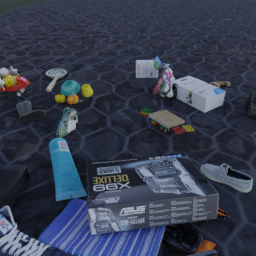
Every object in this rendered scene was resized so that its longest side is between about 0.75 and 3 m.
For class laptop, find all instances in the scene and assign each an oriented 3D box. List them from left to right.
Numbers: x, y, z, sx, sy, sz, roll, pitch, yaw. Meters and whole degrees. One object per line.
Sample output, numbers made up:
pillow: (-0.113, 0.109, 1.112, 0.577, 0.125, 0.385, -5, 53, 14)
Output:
laptop: (1.995, -3.843, 16.367, 0.803, 0.466, 0.752, 10, 35, 15)

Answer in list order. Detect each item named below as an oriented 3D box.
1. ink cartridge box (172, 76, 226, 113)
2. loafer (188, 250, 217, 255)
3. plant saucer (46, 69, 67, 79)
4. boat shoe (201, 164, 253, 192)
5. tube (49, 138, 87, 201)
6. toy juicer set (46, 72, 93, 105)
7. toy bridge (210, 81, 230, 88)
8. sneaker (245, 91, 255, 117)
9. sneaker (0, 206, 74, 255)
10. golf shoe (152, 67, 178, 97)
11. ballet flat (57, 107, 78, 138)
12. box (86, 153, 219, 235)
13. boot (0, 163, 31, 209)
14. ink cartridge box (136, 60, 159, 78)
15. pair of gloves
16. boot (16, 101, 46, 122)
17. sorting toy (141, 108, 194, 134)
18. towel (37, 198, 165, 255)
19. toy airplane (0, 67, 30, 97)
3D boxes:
ink cartridge box: (3.089, -1.576, 12.613, 1.234, 0.727, 2.144, -21, 38, -29)
loafer: (0.753, 3.105, 5.455, 2.394, 0.861, 0.754, -15, 55, -9)
plant saucer: (-3.837, -2.869, 15.032, 1.098, 0.276, 1.098, 0, 33, 0)
boat shoe: (2.920, 1.332, 8.291, 1.542, 0.549, 0.538, 22, 39, 30)
tube: (-1.922, 1.217, 8.458, 0.857, 0.558, 2.214, -8, 43, -20)
toy juicer set: (-2.882, -1.687, 13.025, 2.352, 0.640, 1.496, 26, 59, 30)
toy bridge: (4.365, -2.132, 13.969, 1.457, 0.198, 0.490, -14, 33, -21)
sneaker: (5.443, -0.932, 11.850, 0.789, 0.660, 1.738, 19, 43, 10)
sneaker: (-2.061, 2.310, 5.440, 2.501, 1.357, 0.877, -3, 15, 22)
golf shoe: (1.911, -2.150, 13.556, 1.082, 0.853, 2.351, 23, 40, 0)
ballet flat: (-2.256, -0.238, 10.675, 0.696, 0.696, 1.876, -1, 35, -1)
box: (0.433, 1.555, 7.296, 2.987, 0.743, 2.355, -4, 19, -7)
boot: (-4.170, 1.846, 7.147, 2.272, 0.905, 2.757, 13, 37, 6)
ink cartridge box: (1.005, -3.155, 14.936, 1.178, 0.853, 0.495, -2, 32, -2)
pair of gloves: (1.598, 2.349, 7.000, 1.589, 0.220, 1.783, 14, 36, 31)
boot: (-4.043, -0.736, 11.672, 1.162, 0.464, 1.278, -9, 27, -16)
sorting toy: (1.488, -0.217, 10.625, 1.013, 0.355, 2.102, -17, 39, -41)
towel: (-0.520, 2.326, 6.404, 2.563, 0.306, 1.856, 6, 16, 16)
toy airplane: (-5.771, -2.175, 13.027, 1.828, 1.295, 1.836, -26, 41, -34)
